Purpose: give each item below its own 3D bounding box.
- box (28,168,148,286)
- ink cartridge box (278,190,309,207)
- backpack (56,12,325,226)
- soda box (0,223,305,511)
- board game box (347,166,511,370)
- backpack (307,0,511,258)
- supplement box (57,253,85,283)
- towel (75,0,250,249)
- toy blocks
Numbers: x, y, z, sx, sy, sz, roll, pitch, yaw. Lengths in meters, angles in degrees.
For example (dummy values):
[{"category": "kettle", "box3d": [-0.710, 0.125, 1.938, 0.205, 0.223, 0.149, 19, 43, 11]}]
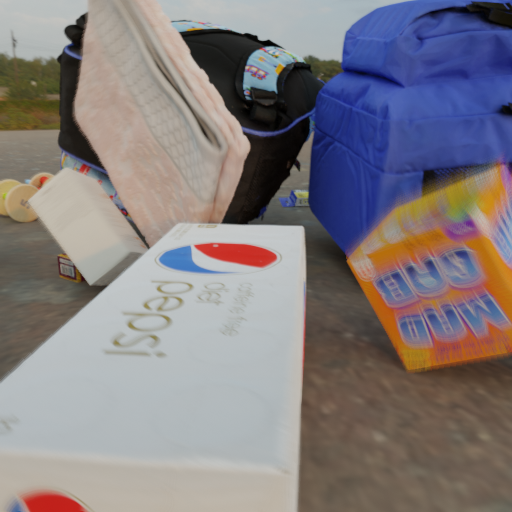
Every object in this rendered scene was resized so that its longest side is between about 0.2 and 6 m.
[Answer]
[{"category": "box", "box3d": [-2.131, -0.348, 7.313, 0.676, 1.387, 0.863, -39, -8, 5]}, {"category": "ink cartridge box", "box3d": [1.194, -1.417, 13.646, 1.203, 0.283, 1.189, 1, 16, -4]}, {"category": "backpack", "box3d": [-0.884, -2.585, 10.392, 4.081, 3.007, 4.471, 26, 34, 11]}, {"category": "soda box", "box3d": [-0.347, 0.780, 4.019, 1.365, 1.276, 4.007, 1, 16, 5]}, {"category": "board game box", "box3d": [1.832, 0.116, 5.141, 1.218, 1.218, 1.219, -23, 11, 42]}, {"category": "backpack", "box3d": [3.455, -1.665, 8.144, 4.541, 3.811, 3.690, -1, 28, -10]}, {"category": "supplement box", "box3d": [-2.445, 0.112, 8.084, 0.438, 0.345, 0.669, 11, 19, 35]}, {"category": "towel", "box3d": [-1.368, -1.509, 6.834, 0.506, 3.140, 2.999, -23, -19, -28]}, {"category": "toy blocks", "box3d": [-5.079, -1.384, 12.515, 1.861, 0.811, 2.233, -14, 21, -41]}]
